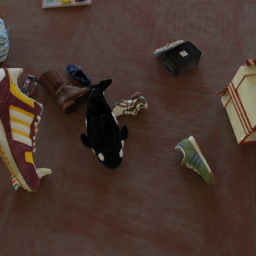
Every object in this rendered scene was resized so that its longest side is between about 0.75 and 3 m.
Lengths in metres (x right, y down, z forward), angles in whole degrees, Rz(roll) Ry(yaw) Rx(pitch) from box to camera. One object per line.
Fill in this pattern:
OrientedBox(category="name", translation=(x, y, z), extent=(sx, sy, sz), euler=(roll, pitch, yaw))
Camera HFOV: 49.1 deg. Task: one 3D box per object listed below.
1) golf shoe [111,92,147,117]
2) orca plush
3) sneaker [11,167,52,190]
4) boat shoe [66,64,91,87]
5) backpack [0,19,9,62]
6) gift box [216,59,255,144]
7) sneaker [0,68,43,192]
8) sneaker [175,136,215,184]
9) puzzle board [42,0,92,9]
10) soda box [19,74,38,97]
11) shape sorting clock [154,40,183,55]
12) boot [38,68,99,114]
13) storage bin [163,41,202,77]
OrientedBox(category="golf shoe", translation=(0.005, -0.701, 9.698), extent=(1.427, 0.551, 0.629), euler=(-31, 73, -16))
OrientedBox(category="orca plush", translation=(-0.633, -0.269, 8.784), extent=(1.566, 1.058, 2.977), euler=(7, 69, -12))
OrientedBox(category="sneaker", translation=(-2.900, 1.562, 8.524), extent=(1.223, 0.431, 0.572), euler=(-10, 76, -6))
OrientedBox(category="boat shoe", translation=(-1.815, -2.052, 10.496), extent=(1.308, 0.449, 0.550), euler=(36, 66, 18))
OrientedBox(category="backpack", translation=(-5.429, -3.504, 10.736), extent=(1.758, 1.656, 2.155), euler=(-1, 69, -43))
OrientedBox(category="gift box", translation=(4.232, -0.917, 8.898), extent=(2.316, 2.137, 2.162), euler=(-3, 62, -9))
OrientedBox(category="sneaker", translation=(-2.141, 0.036, 5.715), extent=(1.146, 0.953, 2.543), euler=(-27, 106, -27))
OrientedBox(category="sneaker", translation=(2.025, 1.084, 8.727), extent=(0.726, 0.542, 1.617), euler=(-23, 65, 1))
OrientedBox(category="puzzle board", translation=(-2.938, -6.816, 13.317), extent=(2.237, 0.258, 2.969), euler=(-6, 60, -4))
OrientedBox(category="soda box", translation=(-3.666, -1.459, 10.216), extent=(0.315, 0.352, 0.995), euler=(14, 62, 10))
OrientedBox(category="shape sorting clock", translation=(1.562, -3.149, 10.841), extent=(1.185, 1.185, 0.232), euler=(-31, 103, -16))
OrientedBox(category="boot", translation=(-2.079, -1.664, 10.228), extent=(1.888, 0.651, 2.025), euler=(-33, 61, -19))
OrientedBox(category="storage bin", translation=(2.063, -2.650, 10.756), extent=(1.282, 0.601, 0.867), euler=(-30, 64, -15))
